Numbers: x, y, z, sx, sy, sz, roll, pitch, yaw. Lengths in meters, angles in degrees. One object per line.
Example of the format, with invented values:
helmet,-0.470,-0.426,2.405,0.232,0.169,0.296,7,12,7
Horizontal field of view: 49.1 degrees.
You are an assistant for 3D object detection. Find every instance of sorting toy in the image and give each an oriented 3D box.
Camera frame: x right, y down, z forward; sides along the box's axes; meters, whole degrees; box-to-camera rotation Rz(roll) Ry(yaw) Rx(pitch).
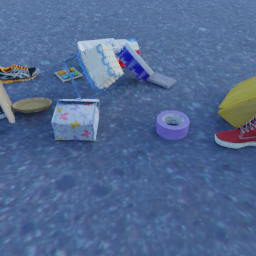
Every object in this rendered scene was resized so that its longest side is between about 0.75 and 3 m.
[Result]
sorting toy,-3.030,-2.768,14.298,1.109,0.218,1.198,-24,44,-28
sorting toy,-4.887,-1.259,10.659,0.305,2.071,1.531,-24,26,-10

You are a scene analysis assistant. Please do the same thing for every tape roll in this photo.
tape roll,1.699,-0.124,10.710,1.218,0.518,1.218,1,38,-1

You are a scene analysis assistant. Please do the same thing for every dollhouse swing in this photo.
dollhouse swing,5.639,-0.651,11.401,2.521,2.439,2.774,-23,16,46

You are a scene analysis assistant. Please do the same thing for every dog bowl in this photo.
dog bowl,0.331,-3.095,13.347,0.751,1.906,1.906,-41,41,11

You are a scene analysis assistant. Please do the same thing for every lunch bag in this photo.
lunch bag,-1.919,-0.499,10.582,1.573,1.179,1.855,2,42,1

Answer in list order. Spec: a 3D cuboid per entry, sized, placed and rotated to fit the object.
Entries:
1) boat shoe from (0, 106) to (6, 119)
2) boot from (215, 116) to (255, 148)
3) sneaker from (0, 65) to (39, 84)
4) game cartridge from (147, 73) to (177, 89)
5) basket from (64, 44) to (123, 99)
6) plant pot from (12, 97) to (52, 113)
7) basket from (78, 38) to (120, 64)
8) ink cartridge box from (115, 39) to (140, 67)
boat shoe,-5.526,-1.062,11.781,0.631,0.584,1.710,-19,48,-20
boot,4.197,-0.080,9.827,2.139,1.543,0.774,-2,38,-2
sneaker,-5.419,-2.761,13.855,1.996,0.771,0.781,-18,40,-24
game cartridge,1.640,-2.326,13.754,1.252,0.240,0.811,27,50,30
basket,-1.483,-2.368,11.890,2.270,2.002,1.579,-23,4,20
plant pot,-3.995,-0.954,11.754,1.588,0.218,1.588,-2,23,1
basket,-1.545,-3.846,14.831,2.030,1.252,1.376,-10,39,-13
ink cartridge box,-0.025,-4.236,15.734,1.264,0.732,2.175,-4,39,-5
